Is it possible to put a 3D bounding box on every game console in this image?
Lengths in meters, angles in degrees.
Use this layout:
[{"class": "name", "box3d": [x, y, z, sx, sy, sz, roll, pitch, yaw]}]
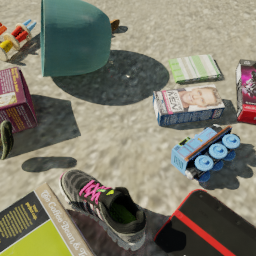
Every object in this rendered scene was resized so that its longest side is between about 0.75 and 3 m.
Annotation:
[{"class": "game console", "box3d": [2.155, 2.905, 7.260, 2.323, 0.361, 2.055, 36, 66, 23]}]

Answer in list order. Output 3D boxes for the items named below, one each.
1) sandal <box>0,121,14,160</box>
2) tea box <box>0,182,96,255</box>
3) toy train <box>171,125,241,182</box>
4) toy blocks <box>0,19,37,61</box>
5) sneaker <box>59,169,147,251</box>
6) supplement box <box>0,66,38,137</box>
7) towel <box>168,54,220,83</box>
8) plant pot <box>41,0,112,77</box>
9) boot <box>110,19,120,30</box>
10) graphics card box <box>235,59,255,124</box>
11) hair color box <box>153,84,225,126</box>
[{"class": "sandal", "box3d": [-3.583, 0.336, 8.084, 0.376, 1.318, 0.523, 11, 30, -1]}, {"class": "tea box", "box3d": [-2.075, 3.220, 6.071, 2.681, 1.821, 2.725, -32, 62, -19]}, {"class": "toy train", "box3d": [2.368, 0.660, 8.452, 2.199, 0.953, 1.256, -33, 55, -21]}, {"class": "toy blocks", "box3d": [-5.076, -3.948, 11.728, 1.865, 0.812, 2.237, 23, 58, 15]}, {"class": "sneaker", "box3d": [-0.592, 1.806, 7.064, 2.756, 1.206, 1.017, 37, 45, 18]}, {"class": "supplement box", "box3d": [-4.524, -0.683, 9.094, 2.635, 1.360, 1.725, -17, 57, -11]}, {"class": "towel", "box3d": [2.568, -2.318, 10.974, 1.750, 0.269, 1.305, -8, 53, -3]}, {"class": "plant pot", "box3d": [-1.911, -3.244, 10.118, 2.311, 2.880, 2.880, -1, 54, -19]}, {"class": "boot", "box3d": [-1.050, -4.643, 12.453, 0.953, 0.454, 1.232, 36, 59, 27]}, {"class": "graphics card box", "box3d": [4.748, -1.291, 9.960, 1.634, 0.663, 2.605, 9, 55, 7]}, {"class": "hair color box", "box3d": [2.028, -0.796, 9.610, 2.188, 0.662, 1.094, -7, 55, -5]}]
